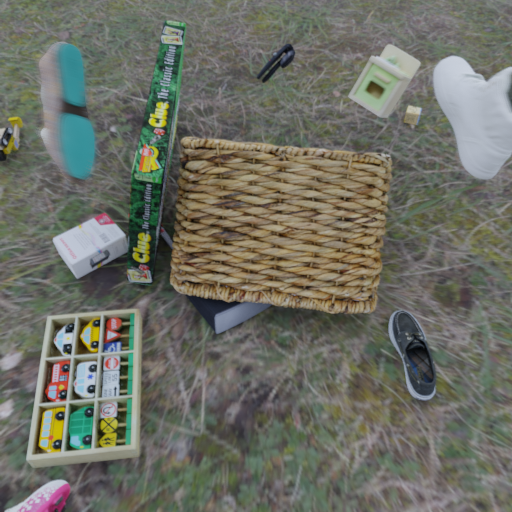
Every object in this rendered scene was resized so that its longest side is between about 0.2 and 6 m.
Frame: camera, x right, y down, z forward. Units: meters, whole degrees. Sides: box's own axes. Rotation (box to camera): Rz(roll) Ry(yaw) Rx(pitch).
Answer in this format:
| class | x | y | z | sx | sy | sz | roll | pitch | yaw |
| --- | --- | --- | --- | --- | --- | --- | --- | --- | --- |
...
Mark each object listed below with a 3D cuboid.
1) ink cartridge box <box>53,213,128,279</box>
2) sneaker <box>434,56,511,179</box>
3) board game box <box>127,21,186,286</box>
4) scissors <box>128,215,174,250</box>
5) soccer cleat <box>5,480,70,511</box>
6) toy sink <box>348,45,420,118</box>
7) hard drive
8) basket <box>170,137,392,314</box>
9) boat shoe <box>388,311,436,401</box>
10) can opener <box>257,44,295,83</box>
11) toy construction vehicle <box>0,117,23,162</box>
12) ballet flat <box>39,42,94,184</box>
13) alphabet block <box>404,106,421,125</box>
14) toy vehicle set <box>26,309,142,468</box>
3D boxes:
| class | x | y | z | sx | sy | sz | roll | pitch | yaw |
| --- | --- | --- | --- | --- | --- | --- | --- | --- | --- |
| ink cartridge box | -3.364 | -0.225 | 11.458 | 1.220 | 0.522 | 0.901 | -32 | 56 | -22 |
| sneaker | 3.852 | -2.717 | 9.310 | 0.933 | 1.464 | 2.533 | -1 | 61 | -16 |
| board game box | -2.027 | -2.332 | 11.683 | 0.631 | 2.817 | 5.376 | 5 | 47 | -7 |
| scissors | -2.041 | -0.623 | 12.069 | 1.759 | 0.123 | 0.643 | 35 | 53 | 25 |
| soccer cleat | -3.650 | 3.910 | 7.652 | 1.006 | 0.814 | 2.331 | 32 | 57 | 15 |
| toy sink | 2.851 | -3.916 | 12.468 | 0.908 | 1.393 | 0.780 | 38 | 25 | 14 |
| hard drive | -0.263 | 0.502 | 10.884 | 2.058 | 0.436 | 1.388 | -29 | 55 | -22 |
| basket | 0.449 | -0.690 | 11.177 | 3.960 | 2.950 | 2.826 | 5 | 9 | 2 |
| boat shoe | 2.799 | 1.640 | 9.857 | 0.612 | 0.505 | 1.783 | -4 | 49 | -4 |
| can opener | 0.444 | -4.525 | 13.183 | 0.382 | 1.204 | 0.473 | 41 | 44 | -23 |
| toy construction vehicle | -6.607 | -2.687 | 13.620 | 1.602 | 0.648 | 1.840 | -11 | 46 | 6 |
| ballet flat | -3.222 | -2.316 | 9.360 | 0.805 | 0.815 | 2.395 | -9 | 81 | 33 |
| alphabet block | 4.064 | -3.644 | 14.537 | 0.346 | 0.340 | 0.338 | 15 | 49 | 13 |
| toy vehicle set | -2.818 | 2.142 | 9.525 | 1.666 | 0.356 | 2.682 | -5 | 49 | -5 |
